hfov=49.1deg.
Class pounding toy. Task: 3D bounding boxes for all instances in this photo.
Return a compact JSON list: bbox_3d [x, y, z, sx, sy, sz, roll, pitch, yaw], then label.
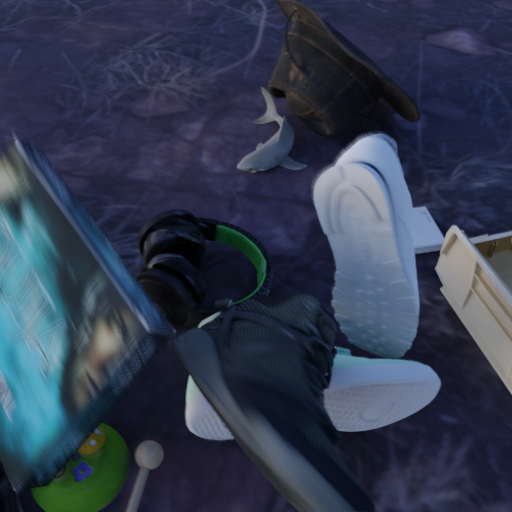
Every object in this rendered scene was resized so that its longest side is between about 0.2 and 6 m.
[{"bbox_3d":[-1.946,2.376,6.463,1.497,0.695,1.156,13,48,13],"label":"pounding toy"}]

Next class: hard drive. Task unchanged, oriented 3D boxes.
[{"bbox_3d":[2.334,-0.386,9.449,1.444,0.193,0.953,-7,47,-7],"label":"hard drive"}]

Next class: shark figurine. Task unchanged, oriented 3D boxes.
[{"bbox_3d":[0.445,-2.477,11.002,1.283,0.896,2.147,8,49,6],"label":"shark figurine"}]

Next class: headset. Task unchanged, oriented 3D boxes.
[{"bbox_3d":[-1.267,0.024,8.182,3.104,1.458,1.917,4,45,-7],"label":"headset"}]

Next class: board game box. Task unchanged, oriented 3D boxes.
[{"bbox_3d":[-2.479,0.472,6.152,2.202,0.458,3.256,-50,58,11],"label":"board game box"}]

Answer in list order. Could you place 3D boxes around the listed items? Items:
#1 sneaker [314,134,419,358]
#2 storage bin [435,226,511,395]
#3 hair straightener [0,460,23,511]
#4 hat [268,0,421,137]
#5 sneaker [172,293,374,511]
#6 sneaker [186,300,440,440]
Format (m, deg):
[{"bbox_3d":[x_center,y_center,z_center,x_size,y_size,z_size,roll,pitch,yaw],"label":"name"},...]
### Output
[{"bbox_3d":[1.587,-0.013,7.041,1.139,2.981,1.200,7,36,28],"label":"sneaker"},{"bbox_3d":[4.437,0.501,7.840,2.771,1.299,2.751,-12,48,-11],"label":"storage bin"},{"bbox_3d":[-3.206,2.236,6.542,1.436,0.763,3.731,-9,47,-8],"label":"hair straightener"},{"bbox_3d":[1.266,-3.457,11.187,4.166,1.681,4.166,36,16,-12],"label":"hat"},{"bbox_3d":[0.427,1.281,5.511,1.665,1.111,2.907,-35,36,-12],"label":"sneaker"},{"bbox_3d":[0.661,1.238,7.206,3.099,1.141,1.828,-3,43,-2],"label":"sneaker"}]
